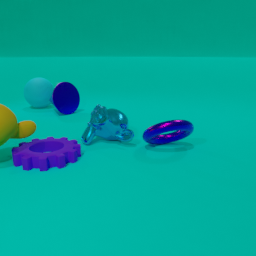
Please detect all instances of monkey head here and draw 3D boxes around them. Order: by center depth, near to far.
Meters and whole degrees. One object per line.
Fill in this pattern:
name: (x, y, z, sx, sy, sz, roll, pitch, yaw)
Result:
monkey head: (-2.982, 0.148, 5.723, 1.197, 1.430, 1.987, 23, 18, 34)
monkey head: (-0.578, 0.030, 7.360, 1.021, 1.219, 1.694, 34, -4, -29)

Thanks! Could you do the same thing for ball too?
ball: (-3.637, -1.443, 11.528, 1.245, 1.245, 1.245, 0, 16, 0)

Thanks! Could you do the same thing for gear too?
gear: (-1.800, 0.539, 6.253, 1.454, 0.269, 1.454, 0, 16, 0)

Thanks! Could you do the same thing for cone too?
cone: (-2.689, -1.100, 10.718, 1.208, 1.204, 1.204, 0, 11, 43)

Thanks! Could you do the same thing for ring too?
ring: (0.959, 0.112, 6.716, 1.246, 0.249, 1.246, -9, -19, -3)
